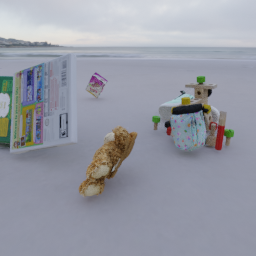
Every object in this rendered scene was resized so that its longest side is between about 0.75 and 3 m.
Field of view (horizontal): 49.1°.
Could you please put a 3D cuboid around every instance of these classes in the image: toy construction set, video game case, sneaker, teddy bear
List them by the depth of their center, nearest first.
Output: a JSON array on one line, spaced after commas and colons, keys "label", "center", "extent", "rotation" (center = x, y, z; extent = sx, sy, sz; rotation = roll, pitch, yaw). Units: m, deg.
[{"label": "teddy bear", "center": [-0.401, 0.535, 5.146], "extent": [0.575, 1.248, 1.722], "rotation": [25, 48, 10]}, {"label": "video game case", "center": [-1.934, -0.519, 6.359], "extent": [1.847, 2.029, 0.224], "rotation": [-10, -15, 27]}, {"label": "toy construction set", "center": [1.966, -0.526, 7.598], "extent": [1.806, 1.664, 2.166], "rotation": [-4, 17, -24]}, {"label": "sneaker", "center": [2.258, -0.762, 9.430], "extent": [1.332, 0.831, 2.258], "rotation": [-33, 29, -34]}]

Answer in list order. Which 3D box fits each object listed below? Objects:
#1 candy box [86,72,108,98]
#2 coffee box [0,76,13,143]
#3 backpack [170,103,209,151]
[{"label": "candy box", "center": [-1.479, -1.987, 13.114], "extent": [0.722, 1.059, 0.323], "rotation": [36, 47, -1]}, {"label": "coffee box", "center": [-3.671, -0.503, 7.461], "extent": [2.868, 1.763, 0.631], "rotation": [2, -7, 10]}, {"label": "backpack", "center": [1.441, -0.003, 6.692], "extent": [0.683, 1.080, 0.901], "rotation": [-12, 6, -31]}]
